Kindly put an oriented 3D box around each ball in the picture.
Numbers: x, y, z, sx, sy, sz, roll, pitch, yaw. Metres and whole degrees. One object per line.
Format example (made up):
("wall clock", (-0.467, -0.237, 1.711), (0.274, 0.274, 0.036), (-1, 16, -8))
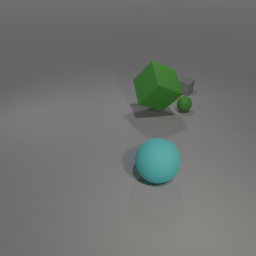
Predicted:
("ball", (0.920, 1.012, 8.710), (1.400, 1.400, 1.400), (0, 30, 0))
("ball", (2.643, -1.142, 13.101), (0.700, 0.700, 0.700), (0, 30, 0))

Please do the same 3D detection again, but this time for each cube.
("cube", (1.269, -1.783, 12.138), (1.400, 1.400, 1.400), (14, 52, -34))
("cube", (3.103, -2.269, 15.107), (0.700, 0.700, 0.700), (24, 39, 26))
